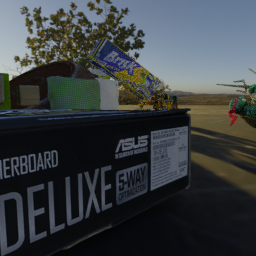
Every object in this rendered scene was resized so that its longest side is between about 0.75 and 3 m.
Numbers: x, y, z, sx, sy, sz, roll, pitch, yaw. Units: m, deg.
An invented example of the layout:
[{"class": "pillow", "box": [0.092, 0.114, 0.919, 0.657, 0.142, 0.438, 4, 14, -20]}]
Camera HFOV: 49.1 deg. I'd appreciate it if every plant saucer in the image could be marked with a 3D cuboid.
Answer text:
[{"class": "plant saucer", "box": [-2.031, -0.738, 6.016, 2.711, 0.467, 2.711, -16, 34, 11]}]

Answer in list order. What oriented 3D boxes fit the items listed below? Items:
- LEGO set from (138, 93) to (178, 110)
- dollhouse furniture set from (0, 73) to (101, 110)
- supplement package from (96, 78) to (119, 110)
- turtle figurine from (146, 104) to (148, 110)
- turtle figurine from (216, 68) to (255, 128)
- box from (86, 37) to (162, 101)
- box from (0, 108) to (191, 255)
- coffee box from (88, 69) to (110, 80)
[{"class": "LEGO set", "box": [1.119, -0.671, 10.011, 1.251, 0.943, 1.627, -5, -3, 24]}, {"class": "dollhouse furniture set", "box": [-1.072, -0.266, 4.449, 1.880, 1.232, 0.943, -3, 1, -32]}, {"class": "supplement package", "box": [-1.299, -0.580, 7.217, 1.763, 1.338, 1.328, 2, 6, 23]}, {"class": "turtle figurine", "box": [0.759, -0.354, 8.558, 0.759, 0.546, 0.736, -41, 32, -3]}, {"class": "turtle figurine", "box": [3.672, -0.565, 7.100, 2.770, 1.394, 2.073, 20, 28, 25]}, {"class": "box", "box": [-0.093, -1.593, 7.766, 2.038, 0.714, 0.655, 33, -2, -24]}, {"class": "box", "box": [-1.194, 0.250, 1.992, 2.250, 0.710, 2.854, 4, 7, 39]}, {"class": "coffee box", "box": [-2.686, -2.231, 17.376, 2.628, 2.602, 2.632, -2, 6, -18]}]
